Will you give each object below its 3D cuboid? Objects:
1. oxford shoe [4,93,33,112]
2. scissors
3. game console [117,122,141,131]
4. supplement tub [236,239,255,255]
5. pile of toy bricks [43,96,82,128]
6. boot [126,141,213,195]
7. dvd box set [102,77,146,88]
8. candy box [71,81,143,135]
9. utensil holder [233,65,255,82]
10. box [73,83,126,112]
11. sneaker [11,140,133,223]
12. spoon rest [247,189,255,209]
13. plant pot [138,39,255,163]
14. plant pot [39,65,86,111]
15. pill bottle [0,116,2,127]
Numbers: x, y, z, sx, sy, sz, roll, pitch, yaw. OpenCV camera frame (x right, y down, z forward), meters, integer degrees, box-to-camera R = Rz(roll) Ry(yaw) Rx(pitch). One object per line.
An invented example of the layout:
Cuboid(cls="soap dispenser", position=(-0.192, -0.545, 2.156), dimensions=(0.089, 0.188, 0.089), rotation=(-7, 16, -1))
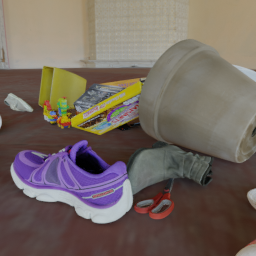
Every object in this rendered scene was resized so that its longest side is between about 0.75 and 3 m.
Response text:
Cuboid(cls="oxford shoe", position=(-4.454, -0.922, 11.375), dimensions=(1.824, 0.686, 0.527), rotation=(23, 67, 39))
Cuboid(cls="scissors", position=(0.657, 1.092, 4.581), dimensions=(0.560, 0.107, 1.530), rotation=(0, 10, 34))
Cuboid(cls="game console", position=(0.110, -0.104, 8.828), dimensions=(0.951, 0.115, 0.561), rotation=(-10, 17, -15))
Cuboid(cls="supplement tub", position=(1.577, 1.263, 2.515), dimensions=(1.177, 0.826, 0.826), rotation=(-11, 19, -37))
Cuboid(cls="pile of toy bricks", position=(-2.171, -0.614, 9.365), dimensions=(1.011, 0.899, 1.821), rotation=(-10, 18, -33))
Cuboid(cls="boot", position=(0.814, 0.734, 4.981), dimensions=(1.245, 0.645, 1.905), rotation=(14, 21, 27))
Cuboid(cls="dvd box set", position=(0.231, -1.617, 12.036), dimensions=(2.710, 0.398, 1.983), rotation=(-3, -8, 30))
Cuboid(cls="candy box", position=(-0.271, -0.418, 7.165), dimensions=(2.234, 0.295, 1.142), rotation=(-24, -25, 30))
Cuboid(cls="utensil holder", position=(3.149, -1.103, 9.208), dimensions=(2.025, 2.025, 2.383), rotation=(0, 18, -1))
Cuboid(cls="box", position=(-0.799, -0.841, 8.350), dimensions=(1.364, 0.330, 1.080), rotation=(13, 49, 36))
Cuboid(cls="sneaker", position=(-0.935, 0.631, 4.537), dimensions=(2.414, 1.007, 0.973), rotation=(9, 17, 31))
Cuboid(cls="spoon rest", position=(2.265, 1.132, 3.718), dimensions=(0.765, 0.467, 1.540), rotation=(-4, 16, -16))
Cuboid(cls="plant pot", position=(1.911, -0.442, 6.345), dimensions=(2.596, 2.596, 2.253), rotation=(-13, 35, -41))
Cuboid(cls="plant pot", position=(-2.765, -1.654, 12.009), dimensions=(1.543, 1.749, 1.749), rotation=(3, 11, -32))
Cuboid(cls="pill bottle", position=(-4.368, -0.319, 8.311), dimensions=(0.884, 0.884, 1.563), rotation=(-10, 18, -33))
